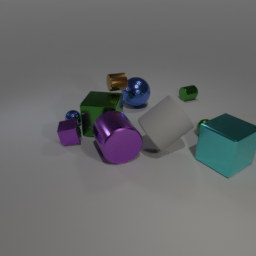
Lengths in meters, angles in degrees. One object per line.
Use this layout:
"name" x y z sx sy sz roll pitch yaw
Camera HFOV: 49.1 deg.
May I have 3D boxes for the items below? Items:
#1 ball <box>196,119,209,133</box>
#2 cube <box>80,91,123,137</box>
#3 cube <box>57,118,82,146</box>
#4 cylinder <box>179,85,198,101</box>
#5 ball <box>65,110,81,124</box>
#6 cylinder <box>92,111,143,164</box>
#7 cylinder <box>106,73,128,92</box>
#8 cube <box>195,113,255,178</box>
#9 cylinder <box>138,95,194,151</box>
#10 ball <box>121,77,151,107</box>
"ball" 3.054 -0.008 11.032 0.700 0.700 0.700 0 29 0
"cube" -1.007 -0.554 11.243 1.400 1.400 1.400 5 30 9
"cube" -2.191 0.153 10.520 0.700 0.700 0.700 -11 34 2
"cylinder" 3.049 -1.769 14.140 0.700 0.700 0.700 -13 32 -21
"ball" -2.291 -0.410 11.728 0.700 0.700 0.700 0 29 0
"cylinder" -0.391 0.297 9.730 1.400 1.400 1.400 -11 31 -18
"cylinder" -0.448 -1.863 11.356 0.700 0.700 0.700 -9 31 -18
"cube" 3.291 0.528 9.319 1.400 1.400 1.400 -20 35 -32
"cylinder" 1.293 -0.170 9.609 1.400 1.400 1.400 -38 31 8
"ball" 0.371 -1.716 13.312 1.400 1.400 1.400 0 29 0
